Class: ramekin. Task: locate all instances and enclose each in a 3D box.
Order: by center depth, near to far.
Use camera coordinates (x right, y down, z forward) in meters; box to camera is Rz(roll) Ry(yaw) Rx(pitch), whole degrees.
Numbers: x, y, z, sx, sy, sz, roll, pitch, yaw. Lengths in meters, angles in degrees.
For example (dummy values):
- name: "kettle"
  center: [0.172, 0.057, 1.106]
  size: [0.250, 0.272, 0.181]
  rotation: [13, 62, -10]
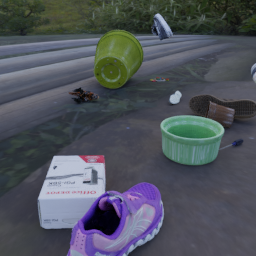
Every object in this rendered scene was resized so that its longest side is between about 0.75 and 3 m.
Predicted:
- name: "ramekin"
  center: [1.815, 0.342, 8.129]
  size: [1.766, 0.863, 1.766]
  rotation: [0, 23, 0]

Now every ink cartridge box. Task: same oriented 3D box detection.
- name: "ink cartridge box"
  center: [-1.127, 1.294, 6.090]
  size: [1.254, 0.708, 1.709]
  rotation: [-1, 23, -4]

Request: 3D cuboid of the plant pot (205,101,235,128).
- name: "plant pot"
  center: [3.280, -0.424, 10.050]
  size: [0.894, 0.903, 0.903]
  rotation: [14, 25, 10]

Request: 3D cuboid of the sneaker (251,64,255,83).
- name: "sneaker"
  center: [4.514, -1.311, 7.947]
  size: [1.938, 0.760, 0.770]
  rotation: [10, 46, 10]

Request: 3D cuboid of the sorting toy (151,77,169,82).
- name: "sorting toy"
  center: [1.857, -2.917, 16.620]
  size: [1.071, 0.181, 0.517]
  rotation: [-5, 23, -10]

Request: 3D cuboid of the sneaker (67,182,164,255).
- name: "sneaker"
  center: [-0.116, 1.559, 4.985]
  size: [1.022, 1.124, 2.542]
  rotation: [13, 25, 30]

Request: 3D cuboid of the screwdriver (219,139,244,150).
- name: "screwdriver"
  center: [3.133, 0.531, 8.604]
  size: [1.218, 0.170, 0.177]
  rotation: [-15, -4, -29]

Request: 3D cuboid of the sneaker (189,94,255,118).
- name: "sneaker"
  center: [3.726, -0.743, 11.019]
  size: [2.587, 0.911, 0.977]
  rotation: [10, 0, 27]

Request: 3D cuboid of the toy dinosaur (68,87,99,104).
- name: "toy dinosaur"
  center: [-2.093, -1.467, 12.913]
  size: [1.419, 0.725, 0.963]
  rotation: [-12, 3, 21]

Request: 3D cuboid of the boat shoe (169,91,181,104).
- name: "boat shoe"
  center: [2.107, -1.327, 12.839]
  size: [0.364, 0.429, 1.177]
  rotation: [-38, 6, 39]

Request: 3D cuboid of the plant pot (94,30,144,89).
- name: "plant pot"
  center: [-0.671, -3.554, 15.369]
  size: [2.844, 2.844, 2.739]
  rotation: [3, 35, 7]

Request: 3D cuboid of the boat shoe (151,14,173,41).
- name: "boat shoe"
  center: [1.196, -3.904, 10.959]
  size: [0.595, 0.629, 1.754]
  rotation: [-26, 43, 8]
